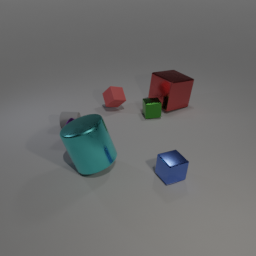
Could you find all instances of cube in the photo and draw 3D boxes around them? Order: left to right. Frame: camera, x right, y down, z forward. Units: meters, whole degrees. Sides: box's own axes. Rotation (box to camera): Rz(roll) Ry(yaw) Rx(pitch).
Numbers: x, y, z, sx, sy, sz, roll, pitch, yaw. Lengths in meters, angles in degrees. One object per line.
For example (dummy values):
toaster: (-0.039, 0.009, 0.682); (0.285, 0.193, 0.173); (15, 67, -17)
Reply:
cube: (-0.624, -1.402, 12.659); (0.700, 0.700, 0.700); (-1, 67, -41)
cube: (1.042, -0.877, 12.267); (0.700, 0.700, 0.700); (-5, 27, -7)
cube: (1.961, -1.767, 12.982); (1.400, 1.400, 1.400); (-14, 36, -33)
cube: (1.327, 1.186, 8.537); (0.700, 0.700, 0.700); (-11, 33, -24)

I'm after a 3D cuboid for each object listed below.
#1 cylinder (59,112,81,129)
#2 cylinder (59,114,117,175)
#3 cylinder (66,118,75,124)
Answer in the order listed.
cylinder: (-2.316, -0.303, 11.270); (0.700, 0.700, 0.700); (2, 29, 3)
cylinder: (-1.216, 0.487, 8.760); (1.400, 1.400, 1.400); (-17, 25, 8)
cylinder: (-1.919, 0.065, 10.376); (0.700, 0.700, 0.700); (24, 33, 6)
